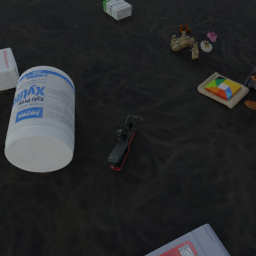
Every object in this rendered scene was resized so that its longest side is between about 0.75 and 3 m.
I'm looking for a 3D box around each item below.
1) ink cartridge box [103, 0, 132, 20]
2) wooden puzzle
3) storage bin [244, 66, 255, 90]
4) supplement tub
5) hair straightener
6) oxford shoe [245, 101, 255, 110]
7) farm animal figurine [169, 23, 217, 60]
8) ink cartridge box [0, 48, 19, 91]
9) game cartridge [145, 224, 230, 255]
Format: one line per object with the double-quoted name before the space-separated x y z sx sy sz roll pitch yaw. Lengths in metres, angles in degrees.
"ink cartridge box" -0.525 -5.928 13.860 0.910 0.516 1.241 -29 56 -22
"wooden puzzle" 3.502 -1.446 10.270 1.440 0.268 1.332 37 59 27
"storage bin" 5.196 -1.771 9.436 1.605 2.206 1.481 -25 64 -20
"supplement tub" -2.496 -0.324 8.313 1.833 1.833 2.778 -6 50 -5
"hair straightener" -0.046 0.278 8.482 0.412 0.776 2.016 12 51 27
"oxford shoe" 4.570 -0.805 9.691 0.978 0.348 0.349 17 54 16
"farm animal figurine" 2.720 -3.520 11.741 1.659 0.834 1.339 29 75 19
"ink cartridge box" -5.164 -2.047 10.378 2.046 0.866 1.478 -18 52 -12
"game cartridge" 1.175 3.426 6.065 2.650 0.542 1.764 -21 57 -17
